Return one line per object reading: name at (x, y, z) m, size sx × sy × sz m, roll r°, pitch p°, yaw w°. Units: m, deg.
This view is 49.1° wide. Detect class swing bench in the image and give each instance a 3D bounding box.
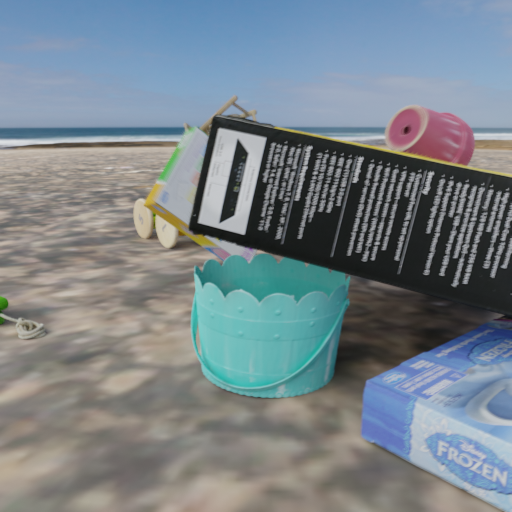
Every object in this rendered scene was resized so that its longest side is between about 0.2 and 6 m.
swing bench at (-0.652, -2.392, 12.154) m, size 1.475 × 1.467 × 0.957 m, roll -23°, pitch -21°, yaw 26°

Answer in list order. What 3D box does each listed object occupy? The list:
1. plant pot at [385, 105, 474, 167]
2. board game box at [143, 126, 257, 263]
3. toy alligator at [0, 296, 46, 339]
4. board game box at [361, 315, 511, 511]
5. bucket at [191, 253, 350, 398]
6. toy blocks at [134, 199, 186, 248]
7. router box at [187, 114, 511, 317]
plant pot at (2.048, -1.400, 6.813) m, size 0.808 × 0.902 × 0.902 m, roll 20°, pitch -1°, yaw -37°
board game box at (-0.571, -0.803, 8.198) m, size 1.764 × 1.350 × 0.356 m, roll 37°, pitch -23°, yaw -26°
toy alligator at (-3.427, 0.454, 6.628) m, size 2.411 × 0.654 × 0.715 m, roll 7°, pitch 15°, yaw 25°
board game box at (2.497, 1.154, 4.008) m, size 2.465 × 0.535 × 2.453 m, roll -12°, pitch 19°, yaw -40°
bucket at (0.117, 0.609, 5.293) m, size 1.510 × 0.982 × 1.510 m, roll 1°, pitch 13°, yaw 0°
toy blocks at (-1.086, -0.791, 11.385) m, size 2.251 × 0.818 × 1.876 m, roll -9°, pitch 17°, yaw -34°
router box at (1.493, -0.370, 6.062) m, size 3.111 × 1.065 × 4.172 m, roll 15°, pitch 7°, yaw 13°
